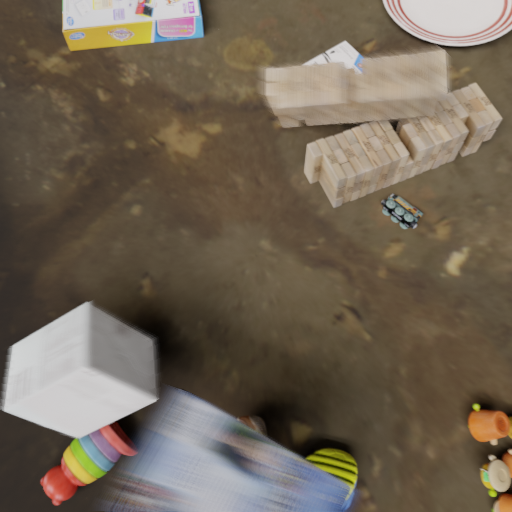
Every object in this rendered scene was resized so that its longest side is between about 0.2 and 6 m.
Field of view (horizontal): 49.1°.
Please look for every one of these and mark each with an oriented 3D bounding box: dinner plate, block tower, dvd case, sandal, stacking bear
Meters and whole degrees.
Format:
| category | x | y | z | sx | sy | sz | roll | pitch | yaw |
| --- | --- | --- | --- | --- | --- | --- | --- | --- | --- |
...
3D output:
| category | x | y | z | sx | sy | sz | roll | pitch | yaw |
| --- | --- | --- | --- | --- | --- | --- | --- | --- | --- |
| dinner plate | 4.150 | -5.486 | 11.872 | 2.968 | 0.360 | 2.968 | -1 | 67 | 2 |
| block tower | 1.593 | -2.657 | 9.069 | 2.773 | 0.802 | 0.749 | -2 | 78 | 14 |
| dvd case | -0.244 | 2.485 | 5.498 | 2.114 | 0.185 | 1.508 | 34 | 75 | -13 |
| block tower | 2.575 | -1.944 | 9.975 | 3.367 | 0.909 | 0.973 | -20 | 66 | -9 |
| sandal | 0.746 | 3.552 | 7.491 | 0.840 | 0.920 | 2.114 | 16 | 44 | 27 |
| stacking bear | -2.422 | 2.906 | 7.886 | 1.238 | 0.704 | 0.752 | -42 | 71 | -12 |

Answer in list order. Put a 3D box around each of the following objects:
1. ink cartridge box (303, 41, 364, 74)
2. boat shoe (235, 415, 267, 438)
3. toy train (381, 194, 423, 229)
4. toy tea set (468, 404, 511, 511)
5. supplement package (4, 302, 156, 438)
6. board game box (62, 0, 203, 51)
| category | x | y | z | sx | sy | sz | roll | pitch | yaw |
| --- | --- | --- | --- | --- | --- | --- | --- | --- | --- |
| ink cartridge box | 1.506 | -3.482 | 10.908 | 1.229 | 0.518 | 0.897 | -34 | 69 | -14 |
| boat shoe | -0.535 | 3.762 | 7.133 | 1.259 | 1.328 | 3.506 | 7 | 63 | 6 |
| toy train | 2.548 | -0.780 | 9.790 | 0.739 | 0.315 | 0.421 | 42 | 59 | 19 |
| toy tea set | 3.436 | 2.938 | 8.017 | 0.949 | 0.591 | 1.596 | 26 | 61 | -21 |
| supplement package | -2.274 | 1.538 | 7.374 | 1.358 | 1.299 | 0.999 | -29 | 47 | 17 |
| board game box | -2.603 | -5.420 | 11.780 | 2.785 | 0.562 | 2.131 | -7 | 65 | -3 |
